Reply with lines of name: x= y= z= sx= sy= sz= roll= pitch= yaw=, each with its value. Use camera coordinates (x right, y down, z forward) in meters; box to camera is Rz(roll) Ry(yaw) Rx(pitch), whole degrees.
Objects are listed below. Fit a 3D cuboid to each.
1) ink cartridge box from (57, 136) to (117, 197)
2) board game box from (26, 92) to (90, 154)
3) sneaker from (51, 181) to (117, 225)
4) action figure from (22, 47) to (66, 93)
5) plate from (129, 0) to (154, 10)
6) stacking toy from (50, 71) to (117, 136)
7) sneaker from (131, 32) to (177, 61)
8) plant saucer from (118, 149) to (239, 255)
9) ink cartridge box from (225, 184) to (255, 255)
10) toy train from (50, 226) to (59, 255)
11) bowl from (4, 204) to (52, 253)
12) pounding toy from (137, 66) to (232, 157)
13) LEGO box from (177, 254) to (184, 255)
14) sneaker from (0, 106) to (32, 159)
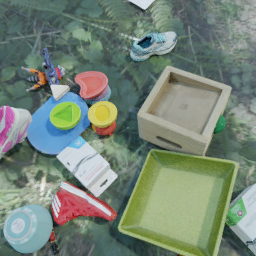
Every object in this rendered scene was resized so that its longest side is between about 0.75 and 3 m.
ink cartridge box: x=-1.369 y=1.308 z=9.593 sx=1.886 sy=0.629 sz=1.092 roll=41 pitch=73 yaw=16
board game box: x=-2.489 y=-0.148 z=10.305 sx=1.907 sy=0.470 sz=2.413 roll=42 pitch=82 yaw=17
sneaker: x=-1.498 y=2.720 z=8.996 sx=2.172 sy=0.851 sz=1.255 roll=24 pitch=77 yaw=24
action figure: x=-3.265 y=-2.233 z=11.003 sx=1.621 sy=0.877 sz=1.676 roll=-10 pitch=92 yaw=-9
plate: x=0.680 y=-5.952 z=12.939 sx=1.029 sy=0.166 sz=1.027 roll=36 pitch=71 yaw=14
stacking toy: x=-1.606 y=-0.741 z=10.364 sx=2.319 sy=1.082 sz=2.561 roll=-12 pitch=57 yaw=-1
sneaker: x=1.130 y=-3.477 z=11.465 sx=2.153 sy=0.929 sz=0.836 roll=-28 pitch=70 yaw=-11
plant saucer: x=1.590 y=2.244 z=8.574 sx=2.991 sy=0.716 sz=2.987 roll=6 pitch=58 yaw=34
ink cartridge box: x=4.149 y=3.009 z=8.752 sx=1.466 sy=0.831 sz=2.000 roll=-37 pitch=72 yaw=-14
toy train: x=-2.414 y=3.434 z=8.886 sx=0.195 sy=0.262 sz=1.144 roll=-18 pitch=68 yaw=-8
bowl: x=-3.185 y=3.046 z=8.647 sx=1.497 sy=0.783 sz=1.497 roll=-4 pitch=64 yaw=8
pounding toy: x=2.100 y=-0.065 z=9.664 sx=2.980 sy=2.118 sz=2.743 roll=23 pitch=65 yaw=18
LEGO box: x=1.172 y=5.057 z=7.279 sx=2.896 sy=1.118 sz=2.157 roll=-27 pitch=73 yaw=-27
sneaker: x=-3.993 y=0.270 z=9.385 sx=2.477 sy=1.093 sz=1.008 roll=-43 pitch=71 yaw=28
